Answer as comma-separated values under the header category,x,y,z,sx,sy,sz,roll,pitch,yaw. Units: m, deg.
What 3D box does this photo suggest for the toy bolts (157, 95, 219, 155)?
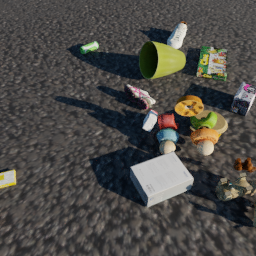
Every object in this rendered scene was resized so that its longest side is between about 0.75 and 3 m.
category,x,y,z,sx,sy,sz,roll,pitch,yaw
toy bolts,1.946,0.114,9.988,2.187,2.089,1.517,-12,55,30

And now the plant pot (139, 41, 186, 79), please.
category,x,y,z,sx,sy,sz,roll,pitch,yaw
plant pot,1.801,-3.308,13.776,1.901,1.779,1.779,-6,43,-27

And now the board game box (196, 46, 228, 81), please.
category,x,y,z,sx,sy,sz,roll,pitch,yaw
board game box,4.454,-3.451,14.719,1.458,0.326,2.783,9,45,12

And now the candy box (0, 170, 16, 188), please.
category,x,y,z,sx,sy,sz,roll,pitch,yaw
candy box,-4.380,1.792,9.464,1.108,0.146,0.566,-13,48,-12

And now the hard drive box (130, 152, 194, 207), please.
category,x,y,z,sx,sy,sz,roll,pitch,yaw
hard drive box,1.084,1.653,9.247,1.668,0.641,1.300,-17,47,-17

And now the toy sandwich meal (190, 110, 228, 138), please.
category,x,y,z,sx,sy,sz,roll,pitch,yaw
toy sandwich meal,3.196,-0.092,11.166,1.564,0.536,1.564,2,42,-2

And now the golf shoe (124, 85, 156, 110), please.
category,x,y,z,sx,sy,sz,roll,pitch,yaw
golf shoe,0.494,-1.428,12.486,0.745,0.587,1.617,-31,61,-33

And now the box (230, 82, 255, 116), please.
category,x,y,z,sx,sy,sz,roll,pitch,yaw
box,5.031,-1.268,12.093,0.728,0.839,1.269,23,49,22

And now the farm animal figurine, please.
category,x,y,z,sx,sy,sz,roll,pitch,yaw
farm animal figurine,3.973,2.085,8.633,2.180,1.096,1.760,37,74,28

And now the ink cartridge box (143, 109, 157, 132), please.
category,x,y,z,sx,sy,sz,roll,pitch,yaw
ink cartridge box,0.852,-0.289,10.804,0.340,0.584,0.802,27,24,-6

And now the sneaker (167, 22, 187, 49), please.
category,x,y,z,sx,sy,sz,roll,pitch,yaw
sneaker,2.871,-5.475,16.267,0.853,0.992,2.344,18,47,9

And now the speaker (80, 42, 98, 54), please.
category,x,y,z,sx,sy,sz,roll,pitch,yaw
speaker,-2.169,-4.496,15.680,1.029,0.455,0.455,-32,53,-28
